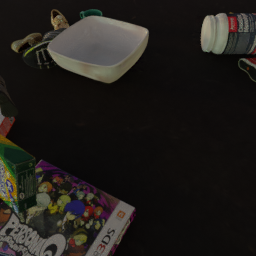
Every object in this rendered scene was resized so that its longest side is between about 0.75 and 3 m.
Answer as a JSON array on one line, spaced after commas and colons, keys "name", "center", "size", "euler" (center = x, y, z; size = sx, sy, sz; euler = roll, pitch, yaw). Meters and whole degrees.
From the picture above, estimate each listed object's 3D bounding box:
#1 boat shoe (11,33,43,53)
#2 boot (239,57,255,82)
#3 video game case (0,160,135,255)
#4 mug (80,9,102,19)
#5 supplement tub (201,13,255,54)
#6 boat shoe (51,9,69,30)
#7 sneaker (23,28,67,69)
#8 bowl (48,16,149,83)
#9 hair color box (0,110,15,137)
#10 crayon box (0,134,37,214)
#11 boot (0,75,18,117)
[{"name": "boat shoe", "center": [-4.014, -3.408, 11.367], "size": [1.366, 0.506, 0.454], "euler": [-37, 70, -26]}, {"name": "boot", "center": [4.871, -2.175, 10.216], "size": [1.013, 0.508, 1.404], "euler": [-11, 45, -12]}, {"name": "video game case", "center": [-1.631, 2.251, 6.202], "size": [2.789, 0.499, 2.528], "euler": [23, 52, 19]}, {"name": "mug", "center": [-1.585, -4.820, 12.486], "size": [0.849, 0.639, 1.033], "euler": [-19, 50, -16]}, {"name": "supplement tub", "center": [4.055, -3.628, 10.824], "size": [2.134, 1.497, 1.497], "euler": [0, 48, -1]}, {"name": "boat shoe", "center": [-3.027, -4.695, 12.393], "size": [0.643, 0.603, 1.743], "euler": [-24, 52, -20]}, {"name": "sneaker", "center": [-2.995, -3.156, 10.878], "size": [1.121, 1.023, 2.769], "euler": [22, 44, 27]}, {"name": "bowl", "center": [-0.983, -2.778, 10.163], "size": [2.965, 1.108, 2.970], "euler": [21, 50, 21]}, {"name": "hair color box", "center": [-4.105, 0.153, 8.066], "size": [0.953, 0.549, 1.719], "euler": [5, 47, 5]}, {"name": "crayon box", "center": [-2.057, 0.662, 4.631], "size": [1.407, 0.885, 0.363], "euler": [24, 29, 36]}, {"name": "boot", "center": [-3.214, -0.860, 7.288], "size": [0.427, 1.224, 0.805], "euler": [-15, 65, -15]}]
